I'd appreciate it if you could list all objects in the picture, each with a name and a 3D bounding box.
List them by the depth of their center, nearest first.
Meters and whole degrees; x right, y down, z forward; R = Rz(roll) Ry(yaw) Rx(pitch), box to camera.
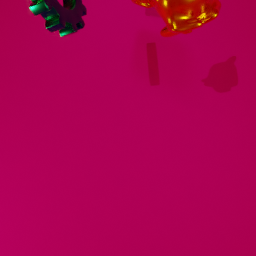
[{"bbox_3d":[0.675,-1.689,3.733,1.419,1.021,0.855,-35,105,-19],"label":"monkey head"},{"bbox_3d":[-1.059,-2.036,4.075,0.244,1.318,1.318,-10,75,22],"label":"gear"}]
